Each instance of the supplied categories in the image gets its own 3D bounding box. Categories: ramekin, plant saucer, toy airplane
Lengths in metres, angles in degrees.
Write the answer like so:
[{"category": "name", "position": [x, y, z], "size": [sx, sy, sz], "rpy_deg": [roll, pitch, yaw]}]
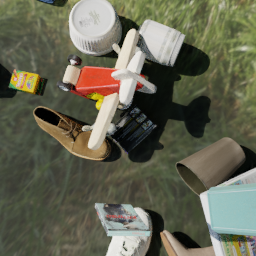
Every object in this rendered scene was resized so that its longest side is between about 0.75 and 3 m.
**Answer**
[{"category": "ramekin", "position": [-1.033, -3.214, 8.745], "size": [1.681, 0.882, 1.681], "rpy_deg": [0, 80, 0]}, {"category": "plant saucer", "position": [2.524, 1.507, 5.166], "size": [0.272, 2.868, 1.003], "rpy_deg": [5, 73, -28]}, {"category": "toy airplane", "position": [-0.362, -1.126, 7.807], "size": [2.788, 1.968, 2.776], "rpy_deg": [-36, 53, 14]}]

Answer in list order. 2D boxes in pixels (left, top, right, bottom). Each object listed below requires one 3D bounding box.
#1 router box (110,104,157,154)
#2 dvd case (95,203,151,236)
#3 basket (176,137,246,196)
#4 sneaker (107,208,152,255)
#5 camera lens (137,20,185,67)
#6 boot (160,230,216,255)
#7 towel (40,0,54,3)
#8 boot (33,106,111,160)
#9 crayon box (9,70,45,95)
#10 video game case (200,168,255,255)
[{"category": "router box", "position": [0.118, 0.034, 8.430], "size": [1.219, 0.311, 0.909], "rpy_deg": [-42, 82, -7]}, {"category": "dvd case", "position": [-0.126, 1.597, 4.932], "size": [0.741, 1.015, 0.112], "rpy_deg": [8, 99, -19]}, {"category": "basket", "position": [2.376, 1.030, 7.857], "size": [1.573, 1.418, 1.070], "rpy_deg": [-32, 119, -14]}, {"category": "sneaker", "position": [-0.178, 3.510, 7.299], "size": [1.083, 1.274, 2.879], "rpy_deg": [27, 80, 6]}, {"category": "camera lens", "position": [0.923, -2.574, 8.518], "size": [1.356, 1.084, 1.084], "rpy_deg": [23, 80, 5]}, {"category": "boot", "position": [2.189, 3.576, 7.595], "size": [1.780, 0.855, 2.435], "rpy_deg": [-25, 81, -11]}, {"category": "towel", "position": [-2.653, -5.061, 9.324], "size": [0.978, 0.425, 1.751], "rpy_deg": [18, 81, 4]}, {"category": "boot", "position": [-1.649, 0.164, 8.099], "size": [2.510, 0.947, 0.924], "rpy_deg": [29, 79, 4]}, {"category": "crayon box", "position": [-3.145, -1.419, 8.740], "size": [0.948, 0.241, 0.602], "rpy_deg": [12, 80, 2]}, {"category": "video game case", "position": [3.047, 2.565, 7.301], "size": [2.283, 0.277, 2.507], "rpy_deg": [-14, 89, -31]}]
